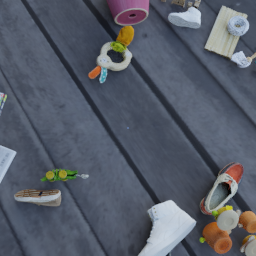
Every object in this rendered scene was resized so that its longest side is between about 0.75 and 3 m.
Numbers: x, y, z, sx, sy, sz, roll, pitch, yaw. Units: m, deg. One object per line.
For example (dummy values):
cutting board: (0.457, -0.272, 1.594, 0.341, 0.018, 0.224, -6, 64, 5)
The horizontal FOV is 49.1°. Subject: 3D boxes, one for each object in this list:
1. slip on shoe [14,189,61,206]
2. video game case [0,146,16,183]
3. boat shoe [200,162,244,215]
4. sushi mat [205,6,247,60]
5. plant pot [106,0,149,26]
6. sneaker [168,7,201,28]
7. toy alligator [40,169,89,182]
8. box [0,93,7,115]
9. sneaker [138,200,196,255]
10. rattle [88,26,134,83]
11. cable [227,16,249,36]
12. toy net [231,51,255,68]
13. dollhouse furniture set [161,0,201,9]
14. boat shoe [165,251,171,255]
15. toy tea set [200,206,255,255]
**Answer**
slip on shoe: (-2.938, 2.313, 9.144, 1.548, 0.589, 0.469, -4, 107, 3)
video game case: (-4.970, 1.331, 9.644, 1.581, 0.199, 1.738, 20, 72, 7)
boat shoe: (3.155, 1.940, 9.171, 0.765, 0.672, 2.148, 40, 74, 15)
sushi mat: (4.075, -3.999, 11.594, 1.155, 0.146, 2.415, 23, 72, 8)
plant pot: (-0.026, -5.314, 11.166, 2.162, 2.162, 1.935, -9, 85, -3)
sneaker: (2.371, -4.686, 11.690, 1.369, 0.504, 0.791, 13, 69, -5)
toy alligator: (-2.118, 1.546, 9.390, 1.588, 0.526, 0.381, -3, 67, -7)
box: (-4.954, -0.829, 10.427, 0.569, 0.180, 1.034, 10, 70, 4)
sneaker: (0.863, 3.151, 8.556, 2.189, 0.806, 1.265, -31, 52, -25)
rattle: (-0.563, -2.682, 10.394, 1.946, 1.390, 1.267, -40, 103, -29)
cable: (4.498, -4.175, 11.456, 0.844, 0.292, 0.844, 41, 76, 18)
toy net: (4.987, -2.467, 10.946, 1.966, 0.380, 1.031, 5, 73, 4)
dollhouse furniture set: (2.322, -5.710, 11.852, 1.619, 0.839, 0.717, 19, 73, 7)
boat shoe: (0.661, 4.384, 8.268, 0.749, 0.706, 2.087, 35, 69, 12)
toy tea set: (3.492, 3.100, 8.677, 2.589, 0.958, 1.540, 14, 104, -14)
